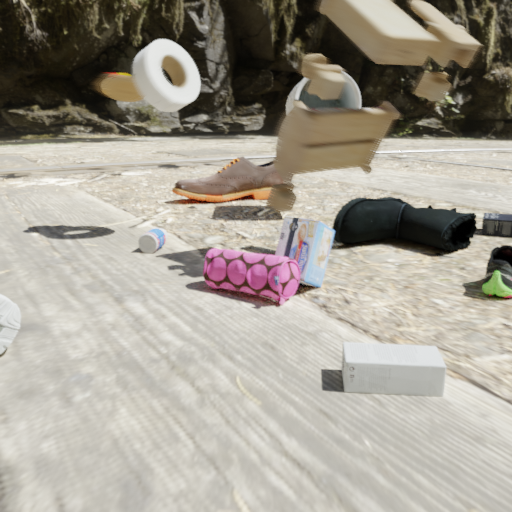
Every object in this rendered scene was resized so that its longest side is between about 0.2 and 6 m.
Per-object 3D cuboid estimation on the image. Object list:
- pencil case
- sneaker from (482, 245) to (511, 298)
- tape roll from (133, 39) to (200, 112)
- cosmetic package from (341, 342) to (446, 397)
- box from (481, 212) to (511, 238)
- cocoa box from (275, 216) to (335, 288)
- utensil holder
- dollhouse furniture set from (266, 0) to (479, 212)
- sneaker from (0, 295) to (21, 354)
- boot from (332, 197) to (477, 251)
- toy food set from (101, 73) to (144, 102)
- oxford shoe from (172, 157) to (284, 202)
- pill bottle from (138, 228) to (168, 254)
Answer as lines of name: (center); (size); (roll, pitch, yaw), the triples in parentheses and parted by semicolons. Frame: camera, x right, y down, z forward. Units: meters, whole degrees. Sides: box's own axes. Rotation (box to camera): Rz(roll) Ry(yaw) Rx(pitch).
pencil case: (-0.121, 0.310, 9.056); (1.591, 0.745, 0.722); (8, -5, 36)
sneaker: (4.308, 0.160, 9.429); (0.687, 0.750, 1.790); (9, 18, 30)
tape roll: (-1.911, -3.857, 12.046); (0.508, 1.452, 1.452); (-16, 2, 41)
cosmetic package: (1.497, 1.248, 6.209); (1.061, 0.378, 0.538); (2, 16, 6)
box: (5.757, -0.734, 13.256); (0.744, 0.426, 0.817); (6, 17, 24)
cocoa box: (0.792, -0.061, 9.393); (0.681, 1.037, 0.692); (11, -6, 33)
utensil holder: (1.675, -3.907, 14.670); (1.681, 1.681, 1.979); (-1, 10, -4)
dollhouse furniture set: (1.747, -2.855, 10.582); (3.101, 3.636, 1.775); (-10, 52, -28)
sneaker: (-4.161, 0.890, 6.399); (2.676, 1.043, 1.330); (-12, 16, -39)
boot: (3.253, -0.617, 12.038); (2.672, 0.989, 2.189); (-15, 27, -41)
toy food set: (-2.901, -3.755, 12.483); (1.061, 0.261, 1.072); (2, -14, -12)
oxford shoe: (-0.852, -2.462, 17.718); (3.722, 1.357, 1.327); (-6, 17, -22)
pill bottle: (-2.152, -0.349, 11.855); (0.435, 0.435, 0.775); (3, 17, 12)
